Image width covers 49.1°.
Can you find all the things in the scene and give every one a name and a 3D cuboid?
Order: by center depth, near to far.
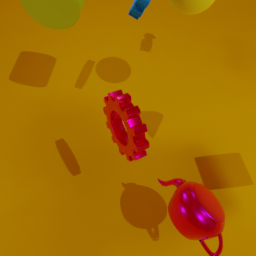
[{"bbox_3d":[-0.057,-0.031,4.735,0.223,1.204,1.204,-21,65,-21],"label":"gear"},{"bbox_3d":[1.293,1.692,5.749,0.946,1.201,1.932,-46,61,26],"label":"teapot"},{"bbox_3d":[0.421,-2.879,5.762,0.235,1.270,1.270,27,64,-13],"label":"gear"},{"bbox_3d":[1.369,-3.020,5.938,1.141,1.141,1.141,0,63,0],"label":"ball"},{"bbox_3d":[-1.516,-3.043,6.043,1.267,1.267,1.267,8,60,4],"label":"cylinder"}]
